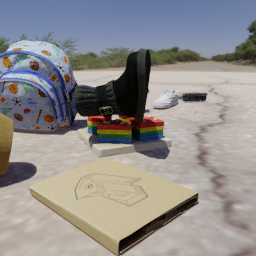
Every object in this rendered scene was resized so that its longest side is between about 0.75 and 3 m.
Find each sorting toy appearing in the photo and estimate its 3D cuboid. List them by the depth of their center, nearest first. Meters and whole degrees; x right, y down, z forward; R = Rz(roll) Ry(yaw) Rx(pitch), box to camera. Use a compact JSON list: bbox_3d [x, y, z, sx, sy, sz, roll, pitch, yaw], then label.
[{"bbox_3d":[-0.168,0.020,7.442,1.943,0.680,1.955,-6,16,-24],"label":"sorting toy"}]

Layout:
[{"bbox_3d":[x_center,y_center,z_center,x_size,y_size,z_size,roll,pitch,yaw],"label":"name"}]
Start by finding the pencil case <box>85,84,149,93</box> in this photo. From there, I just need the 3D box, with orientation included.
[{"bbox_3d":[-0.480,-1.265,11.637,2.625,1.122,1.101,0,47,14],"label":"pencil case"}]

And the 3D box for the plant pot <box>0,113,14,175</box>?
[{"bbox_3d":[-3.197,0.191,4.732,2.222,2.071,2.071,10,8,-27],"label":"plant pot"}]

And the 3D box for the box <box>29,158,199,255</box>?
[{"bbox_3d":[-0.262,1.028,4.399,2.104,0.224,1.720,14,20,43],"label":"box"}]

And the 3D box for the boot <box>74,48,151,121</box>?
[{"bbox_3d":[-0.383,-0.867,6.144,1.643,2.198,0.827,7,57,1],"label":"boot"}]

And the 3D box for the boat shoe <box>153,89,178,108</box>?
[{"bbox_3d":[1.782,-1.408,12.944,0.802,0.790,2.263,8,16,30],"label":"boat shoe"}]

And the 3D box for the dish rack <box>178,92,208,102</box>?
[{"bbox_3d":[3.261,-1.687,14.765,1.322,0.470,1.723,-1,14,-9],"label":"dish rack"}]

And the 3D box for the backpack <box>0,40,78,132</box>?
[{"bbox_3d":[-2.873,-1.256,8.599,2.757,2.626,2.124,1,31,4],"label":"backpack"}]
